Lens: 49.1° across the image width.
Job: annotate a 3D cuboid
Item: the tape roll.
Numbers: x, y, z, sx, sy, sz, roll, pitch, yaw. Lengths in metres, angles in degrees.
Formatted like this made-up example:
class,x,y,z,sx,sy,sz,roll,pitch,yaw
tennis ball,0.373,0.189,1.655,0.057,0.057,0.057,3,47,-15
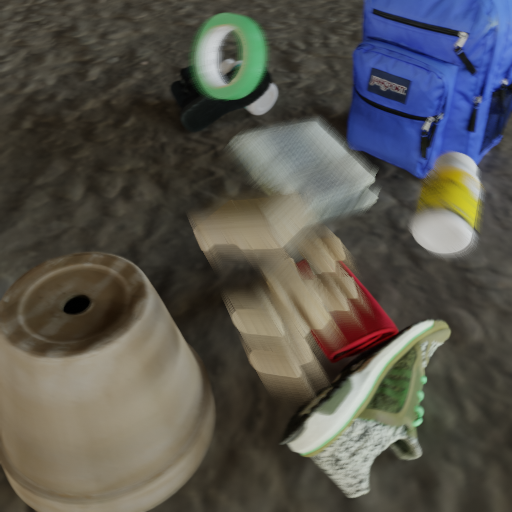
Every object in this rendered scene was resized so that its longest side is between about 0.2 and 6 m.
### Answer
class,x,y,z,sx,sy,sz,roll,pitch,yaw
tape roll,-0.373,-2.679,7.561,1.088,1.088,0.262,35,30,33

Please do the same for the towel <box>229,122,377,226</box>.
class,x,y,z,sx,sy,sz,roll,pitch,yaw
towel,0.815,-1.390,8.871,1.887,0.338,1.960,-19,62,-36

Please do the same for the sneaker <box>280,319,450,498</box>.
class,x,y,z,sx,sy,sz,roll,pitch,yaw
sneaker,1.721,1.958,7.360,3.066,1.179,1.358,-31,81,-33

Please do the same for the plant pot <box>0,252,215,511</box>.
class,x,y,z,sx,sy,sz,roll,pitch,yaw
plant pot,-1.914,1.352,6.748,2.762,2.396,2.762,1,41,-1

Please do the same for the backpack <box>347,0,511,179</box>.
class,x,y,z,sx,sy,sz,roll,pitch,yaw
backpack,3.652,-3.873,11.403,3.267,4.021,3.374,27,48,26

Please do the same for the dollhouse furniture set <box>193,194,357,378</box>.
class,x,y,z,sx,sy,sz,roll,pitch,yaw
dollhouse furniture set,0.172,0.222,6.170,1.050,1.614,1.482,0,32,39

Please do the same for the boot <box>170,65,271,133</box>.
class,x,y,z,sx,sy,sz,roll,pitch,yaw
boot,-0.967,-4.255,13.726,2.443,0.933,2.053,-30,44,11

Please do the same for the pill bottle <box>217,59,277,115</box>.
class,x,y,z,sx,sy,sz,roll,pitch,yaw
pill bottle,-0.281,-4.303,14.078,0.873,0.873,1.576,-31,63,-30

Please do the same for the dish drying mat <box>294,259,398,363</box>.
class,x,y,z,sx,sy,sz,roll,pitch,yaw
dish drying mat,1.121,0.651,8.467,1.032,0.244,2.687,-27,26,0

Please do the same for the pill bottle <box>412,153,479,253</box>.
class,x,y,z,sx,sy,sz,roll,pitch,yaw
pill bottle,1.989,-0.574,5.813,0.565,0.565,1.005,13,57,15
